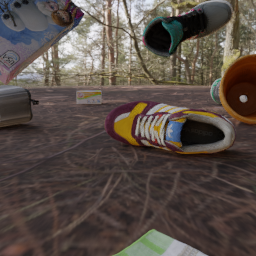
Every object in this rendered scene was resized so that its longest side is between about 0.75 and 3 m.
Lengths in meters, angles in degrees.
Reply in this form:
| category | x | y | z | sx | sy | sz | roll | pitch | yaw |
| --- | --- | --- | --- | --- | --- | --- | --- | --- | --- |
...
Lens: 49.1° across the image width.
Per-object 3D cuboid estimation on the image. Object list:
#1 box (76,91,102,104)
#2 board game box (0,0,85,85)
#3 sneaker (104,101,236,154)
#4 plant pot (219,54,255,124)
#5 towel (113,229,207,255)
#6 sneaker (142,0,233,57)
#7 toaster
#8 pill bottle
| category | x | y | z | sx | sy | sz | roll | pitch | yaw |
| --- | --- | --- | --- | --- | --- | --- | --- | --- | --- |
| box | -2.079 | -1.649 | 15.029 | 1.358 | 0.688 | 0.764 | -1 | 9 | -5 |
| board game box | -2.833 | -2.800 | 6.279 | 0.597 | 2.753 | 2.740 | -33 | 18 | 55 |
| sneaker | 0.693 | -0.040 | 5.439 | 2.645 | 0.991 | 1.192 | 2 | 4 | 15 |
| plant pot | 3.973 | -1.096 | 9.139 | 2.072 | 2.072 | 1.897 | 2 | -6 | 10 |
| towel | 0.353 | 1.046 | 1.761 | 0.924 | 0.190 | 1.239 | -9 | 14 | -44 |
| sneaker | 1.543 | -2.805 | 7.894 | 2.695 | 1.127 | 1.627 | -12 | 25 | 26 |
| toaster | -3.802 | -0.619 | 8.241 | 2.063 | 1.172 | 1.332 | 9 | 17 | 31 |
| pill bottle | 5.332 | -1.776 | 13.794 | 1.373 | 1.373 | 2.429 | -4 | 10 | -20 |
